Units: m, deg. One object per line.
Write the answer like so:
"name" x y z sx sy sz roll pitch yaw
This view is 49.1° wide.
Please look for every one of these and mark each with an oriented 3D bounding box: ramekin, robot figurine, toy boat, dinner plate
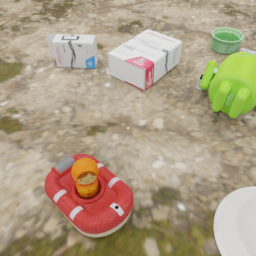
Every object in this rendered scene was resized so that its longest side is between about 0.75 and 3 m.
"ramekin" 4.350 -3.859 12.450 1.372 0.670 1.372 0 45 0
"robot figurine" 3.718 -1.534 9.495 2.382 1.571 2.715 22 49 17
"toy boat" -0.947 1.333 6.620 2.380 1.556 1.553 34 54 30
"dinner plate" 3.393 2.459 6.404 2.762 0.335 2.762 0 46 0

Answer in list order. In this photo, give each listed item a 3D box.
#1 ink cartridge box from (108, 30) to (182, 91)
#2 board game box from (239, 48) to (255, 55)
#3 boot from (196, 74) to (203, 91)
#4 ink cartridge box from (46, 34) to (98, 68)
"ink cartridge box" 0.704 -2.762 11.066 1.793 1.044 2.477 30 53 27
"board game box" 5.248 -2.712 11.529 1.570 0.352 1.056 23 49 22
"boot" 2.967 -1.856 10.559 0.394 0.511 1.070 31 53 27
"ink cartridge box" -2.301 -3.098 11.334 2.025 1.175 0.687 3 45 4
